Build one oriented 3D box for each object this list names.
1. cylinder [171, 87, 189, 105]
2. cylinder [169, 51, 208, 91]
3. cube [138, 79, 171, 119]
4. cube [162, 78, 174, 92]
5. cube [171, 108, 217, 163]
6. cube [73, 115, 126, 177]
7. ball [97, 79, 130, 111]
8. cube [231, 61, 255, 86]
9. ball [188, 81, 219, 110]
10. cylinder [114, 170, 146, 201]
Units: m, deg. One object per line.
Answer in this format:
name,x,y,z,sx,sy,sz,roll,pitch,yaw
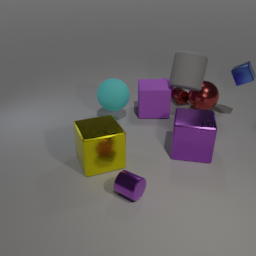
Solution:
cylinder,2.619,-1.620,14.066,0.700,0.700,0.700,-9,30,-16
cylinder,2.557,-2.391,11.896,1.400,1.400,1.400,11,6,-1
cube,1.171,-1.354,12.821,1.400,1.400,1.400,0,29,1
cube,1.938,-2.064,14.390,0.700,0.700,0.700,23,41,20
cube,2.314,0.237,9.986,1.400,1.400,1.400,6,29,10
cube,-0.955,0.552,9.414,1.400,1.400,1.400,-11,31,-19
ball,-0.631,-1.423,12.080,1.400,1.400,1.400,0,29,0
cube,4.781,-2.250,11.607,0.700,0.700,0.700,-17,15,36
ball,3.538,-1.512,13.123,1.400,1.400,1.400,0,29,0
cylinder,0.062,1.657,8.140,0.700,0.700,0.700,19,34,30
